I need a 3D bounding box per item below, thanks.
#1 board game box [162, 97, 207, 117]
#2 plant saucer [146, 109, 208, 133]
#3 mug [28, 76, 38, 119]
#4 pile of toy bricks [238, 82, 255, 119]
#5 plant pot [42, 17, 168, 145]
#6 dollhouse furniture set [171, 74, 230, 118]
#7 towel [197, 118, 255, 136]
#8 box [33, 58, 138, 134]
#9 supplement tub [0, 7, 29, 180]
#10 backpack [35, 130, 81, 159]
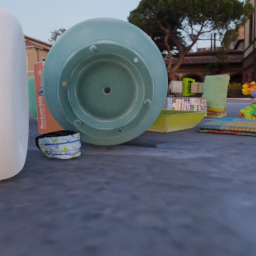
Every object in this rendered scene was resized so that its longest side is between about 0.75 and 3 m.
[{"bbox_3d":[2.433,-0.938,12.751,1.825,0.884,1.455,-1,5,-10],"label":"board game box"},{"bbox_3d":[0.981,-0.258,8.809,2.247,0.538,2.243,7,10,42],"label":"plant saucer"},{"bbox_3d":[-2.338,-1.035,10.517,2.230,1.678,2.714,6,8,44],"label":"mug"},{"bbox_3d":[5.037,-0.754,10.949,1.376,1.546,2.787,-27,23,5],"label":"pile of toy bricks"},{"bbox_3d":[-0.417,-0.802,5.353,2.677,2.677,1.793,-1,14,-4],"label":"plant pot"},{"bbox_3d":[3.179,-1.509,13.261,1.496,1.952,2.980,-1,6,-21],"label":"dollhouse furniture set"},{"bbox_3d":[3.265,-0.046,8.382,1.773,0.262,2.418,4,9,31],"label":"towel"},{"bbox_3d":[-1.033,-0.826,7.268,2.507,1.909,1.333,-1,5,30],"label":"box"},{"bbox_3d":[-2.767,-0.389,3.238,2.944,2.129,2.129,-1,7,-15],"label":"supplement tub"},{"bbox_3d":[-1.113,0.266,4.735,0.630,0.594,0.773,-4,-14,-44],"label":"backpack"}]
